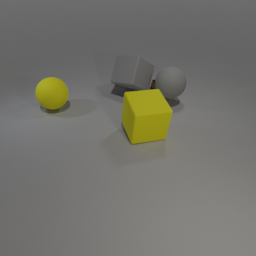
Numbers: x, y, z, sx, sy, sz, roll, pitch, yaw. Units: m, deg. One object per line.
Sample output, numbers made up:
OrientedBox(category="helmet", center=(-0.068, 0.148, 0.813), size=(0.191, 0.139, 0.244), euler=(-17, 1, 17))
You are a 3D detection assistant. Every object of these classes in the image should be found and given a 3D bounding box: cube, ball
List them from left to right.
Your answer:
OrientedBox(category="ball", center=(-3.336, -1.522, 12.332), size=(1.400, 1.400, 1.400), euler=(0, 31, 0))
OrientedBox(category="cube", center=(0.233, -2.661, 13.715), size=(1.400, 1.400, 1.400), euler=(13, -1, 37))
OrientedBox(category="cube", center=(0.649, -0.445, 10.443), size=(1.400, 1.400, 1.400), euler=(-8, 44, -16))
OrientedBox(category="cube", center=(1.548, -1.902, 13.664), size=(0.700, 0.700, 0.700), euler=(-9, 56, -15))
OrientedBox(category="ball", center=(1.907, -2.029, 12.561), size=(1.400, 1.400, 1.400), euler=(0, 31, 0))
